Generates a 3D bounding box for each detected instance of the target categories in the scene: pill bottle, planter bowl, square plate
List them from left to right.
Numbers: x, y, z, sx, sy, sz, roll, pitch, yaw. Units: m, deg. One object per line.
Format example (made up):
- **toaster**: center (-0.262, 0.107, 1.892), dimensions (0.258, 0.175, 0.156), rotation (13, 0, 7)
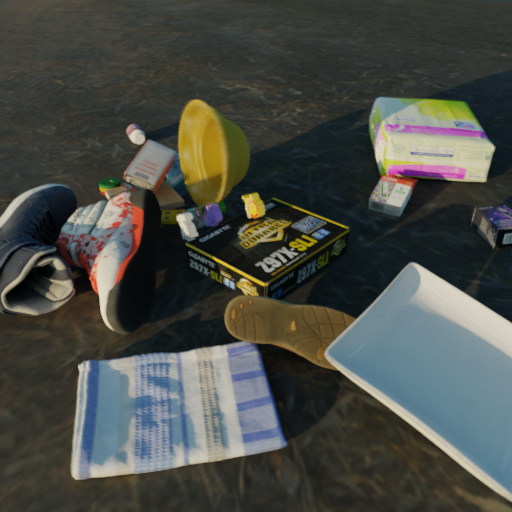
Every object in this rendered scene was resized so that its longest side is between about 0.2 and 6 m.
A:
- **pill bottle**: center (-3.446, -3.478, 16.129), dimensions (0.412, 0.412, 0.740), rotation (-13, 35, -19)
- **planter bowl**: center (-0.767, -2.123, 11.707), dimensions (0.931, 2.236, 2.236), rotation (-11, 34, -28)
- **square plate**: center (2.724, 1.539, 7.811), dimensions (2.783, 0.400, 2.810), rotation (35, 45, 20)

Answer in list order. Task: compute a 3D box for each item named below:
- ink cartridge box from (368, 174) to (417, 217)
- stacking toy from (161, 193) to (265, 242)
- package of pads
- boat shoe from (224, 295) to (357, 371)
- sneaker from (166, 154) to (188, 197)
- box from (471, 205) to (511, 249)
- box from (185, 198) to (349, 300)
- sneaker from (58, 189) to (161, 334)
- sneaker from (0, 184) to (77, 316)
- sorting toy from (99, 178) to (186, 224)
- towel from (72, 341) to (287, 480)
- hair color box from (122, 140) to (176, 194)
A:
- **ink cartridge box**: center (3.165, -1.517, 12.851), dimensions (0.741, 0.342, 1.359), rotation (18, 52, 23)
- **stacking toy**: center (-1.063, -0.753, 11.348), dimensions (1.657, 0.516, 2.198), rotation (-20, 10, -29)
- **package of pads**: center (4.461, -3.170, 14.940), dimensions (2.709, 1.196, 3.507), rotation (5, 32, 5)
- **boat shoe**: center (0.739, 1.097, 8.585), dimensions (2.405, 0.866, 0.812), rotation (15, 4, 5)
- **sneaker**: center (-1.575, -2.165, 13.076), dimensions (1.532, 0.609, 1.000), rotation (-33, 54, 21)
- **box**: center (5.023, -0.608, 11.585), dimensions (0.710, 0.500, 0.959), rotation (-6, 34, -9)
- **box**: center (0.255, -0.163, 10.799), dimensions (2.031, 0.628, 2.544), rotation (28, 42, 34)
- **sneaker**: center (-2.705, 0.159, 9.933), dimensions (1.675, 1.043, 3.124), rotation (-12, 48, 14)
- **sneaker**: center (-3.782, -0.166, 10.018), dimensions (2.331, 1.227, 3.226), rotation (7, 41, 30)
- **sorting toy**: center (-2.417, -1.081, 12.301), dimensions (1.391, 0.488, 2.886), rotation (-16, 33, -23)
- **towel**: center (-1.107, 2.005, 7.693), dimensions (2.723, 0.324, 2.000), rotation (-5, 34, -8)
- **hair color box**: center (-2.352, -1.935, 12.394), dimensions (0.722, 0.436, 1.422), rotation (23, 42, -4)
